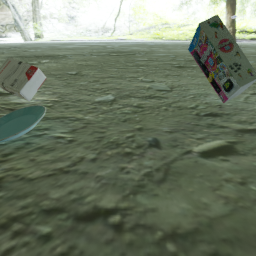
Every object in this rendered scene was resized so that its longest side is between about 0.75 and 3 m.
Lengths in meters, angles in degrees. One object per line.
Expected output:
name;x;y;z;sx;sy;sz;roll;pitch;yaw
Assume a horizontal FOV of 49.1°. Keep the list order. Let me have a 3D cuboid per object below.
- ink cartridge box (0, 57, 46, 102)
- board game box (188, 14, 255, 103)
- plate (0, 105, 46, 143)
ink cartridge box;-4.003;-1.803;10.298;1.575;0.653;1.156;23;73;25
board game box;3.141;-2.258;9.525;0.791;2.461;1.816;-28;-11;-4
plate;-2.901;-0.061;7.147;1.796;0.229;1.796;-15;27;8
